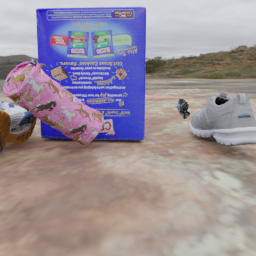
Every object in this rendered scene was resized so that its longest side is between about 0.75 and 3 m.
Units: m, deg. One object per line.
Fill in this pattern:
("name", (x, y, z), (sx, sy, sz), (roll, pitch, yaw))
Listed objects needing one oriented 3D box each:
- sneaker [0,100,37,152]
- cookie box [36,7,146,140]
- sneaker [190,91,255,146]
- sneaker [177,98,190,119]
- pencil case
("sneaker", (-2.610, -0.081, 5.058), (1.051, 0.898, 2.385), (23, 3, 3))
("cookie box", (-0.749, -1.135, 6.196), (2.301, 2.690, 1.011), (1, 8, 4))
("sneaker", (1.955, -0.271, 5.769), (0.898, 0.986, 2.404), (-1, 6, -7))
("sneaker", (1.401, -0.536, 7.404), (0.301, 0.769, 0.346), (-37, 56, -6))
("pencil case", (-1.231, -0.407, 4.958), (1.816, 0.786, 0.752), (42, -7, -39))
